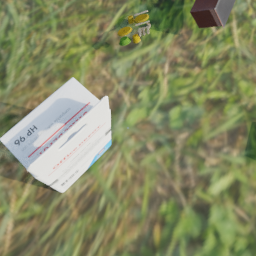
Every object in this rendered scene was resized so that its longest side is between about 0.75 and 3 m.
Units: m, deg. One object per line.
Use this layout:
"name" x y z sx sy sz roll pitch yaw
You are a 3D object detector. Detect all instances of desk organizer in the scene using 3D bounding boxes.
"desk organizer" 2.546 -3.815 7.806 0.776 0.723 2.017 14 73 43

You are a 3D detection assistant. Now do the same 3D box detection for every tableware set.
"tableware set" 0.172 -2.816 7.968 0.972 0.222 1.444 -13 46 14

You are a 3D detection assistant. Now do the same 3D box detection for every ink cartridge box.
"ink cartridge box" -1.235 0.203 5.458 0.986 2.908 1.687 42 74 10
